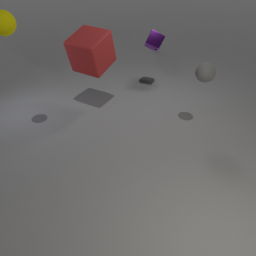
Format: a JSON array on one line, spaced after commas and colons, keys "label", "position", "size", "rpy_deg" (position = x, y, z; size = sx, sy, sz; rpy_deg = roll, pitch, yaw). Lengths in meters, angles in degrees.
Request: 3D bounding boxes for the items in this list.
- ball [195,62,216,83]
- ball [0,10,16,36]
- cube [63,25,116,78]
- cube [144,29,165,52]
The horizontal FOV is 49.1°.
[{"label": "ball", "position": [2.748, -1.969, 9.942], "size": [0.700, 0.700, 0.700], "rpy_deg": [0, 32, 0]}, {"label": "ball", "position": [-3.521, -2.955, 7.890], "size": [0.700, 0.700, 0.700], "rpy_deg": [0, 32, 0]}, {"label": "cube", "position": [-1.493, -3.110, 11.347], "size": [1.400, 1.400, 1.400], "rpy_deg": [20, 55, 24]}, {"label": "cube", "position": [1.266, -4.155, 13.391], "size": [0.700, 0.700, 0.700], "rpy_deg": [27, 2, -4]}]
